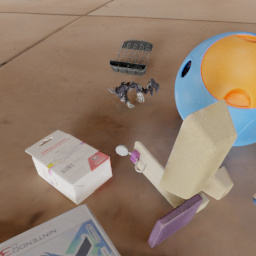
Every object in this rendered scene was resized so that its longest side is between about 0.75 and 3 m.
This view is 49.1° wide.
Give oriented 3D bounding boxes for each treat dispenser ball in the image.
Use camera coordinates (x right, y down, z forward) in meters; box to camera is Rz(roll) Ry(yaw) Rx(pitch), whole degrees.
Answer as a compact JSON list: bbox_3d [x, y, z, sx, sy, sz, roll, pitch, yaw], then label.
[{"bbox_3d":[2.548,-0.929,6.884,2.751,2.751,2.751,0,34,0],"label":"treat dispenser ball"}]

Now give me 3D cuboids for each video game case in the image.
[{"bbox_3d":[-1.121,2.629,3.707,2.723,0.329,2.988,-20,41,-27],"label":"video game case"}]

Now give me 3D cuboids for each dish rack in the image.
[{"bbox_3d":[0.215,-2.931,11.182,1.468,0.522,1.913,12,61,12],"label":"dish rack"}]

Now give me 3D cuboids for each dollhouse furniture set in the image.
[{"bbox_3d":[0.894,0.197,4.936,2.163,2.730,1.937,-23,54,-30],"label":"dollhouse furniture set"}]

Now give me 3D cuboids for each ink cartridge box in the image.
[{"bbox_3d":[-1.335,0.769,6.182,1.773,0.598,1.033,25,45,35],"label":"ink cartridge box"}]

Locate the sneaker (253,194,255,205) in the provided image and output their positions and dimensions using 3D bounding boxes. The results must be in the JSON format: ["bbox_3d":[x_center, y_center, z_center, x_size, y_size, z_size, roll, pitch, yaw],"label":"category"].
[{"bbox_3d":[2.767,0.890,4.709,0.921,1.079,2.447,19,3,29],"label":"sneaker"}]

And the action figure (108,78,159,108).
[{"bbox_3d":[0.194,-1.043,8.407,1.513,0.772,0.899,-13,1,-24],"label":"action figure"}]
